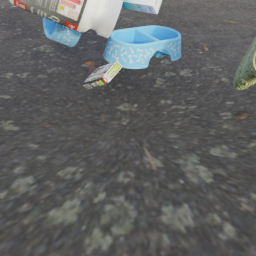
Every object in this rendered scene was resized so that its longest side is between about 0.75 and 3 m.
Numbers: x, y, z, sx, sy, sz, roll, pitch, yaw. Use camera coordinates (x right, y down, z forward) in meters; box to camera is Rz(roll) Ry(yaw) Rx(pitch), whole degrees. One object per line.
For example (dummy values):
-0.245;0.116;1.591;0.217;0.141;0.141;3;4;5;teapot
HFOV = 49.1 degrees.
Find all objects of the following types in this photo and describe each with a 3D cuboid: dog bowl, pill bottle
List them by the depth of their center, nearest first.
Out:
-1.035;-2.304;4.864;1.776;1.029;1.029;18;31;-17;pill bottle
-1.388;-3.022;6.437;0.605;2.439;1.359;-4;56;-34;dog bowl
0.494;-2.379;7.975;2.542;0.630;1.417;-20;45;-34;dog bowl

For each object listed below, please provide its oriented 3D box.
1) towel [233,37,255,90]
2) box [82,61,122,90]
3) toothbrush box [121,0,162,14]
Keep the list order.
3.065;-2.119;5.789;0.492;2.696;2.000;27;2;8;towel
-0.535;-1.034;5.563;0.515;0.162;0.936;-52;25;-18;box
0.339;-3.790;7.781;1.241;0.908;0.529;18;3;23;toothbrush box
